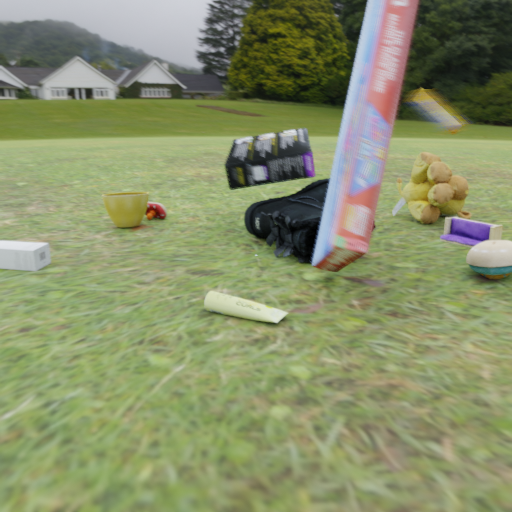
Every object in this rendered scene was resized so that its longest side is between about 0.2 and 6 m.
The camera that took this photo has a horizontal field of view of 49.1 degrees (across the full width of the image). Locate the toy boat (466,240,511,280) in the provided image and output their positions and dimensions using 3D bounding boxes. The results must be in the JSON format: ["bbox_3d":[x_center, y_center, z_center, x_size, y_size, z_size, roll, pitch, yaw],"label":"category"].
[{"bbox_3d":[4.708,0.145,10.192,1.651,0.767,1.388,1,9,32],"label":"toy boat"}]

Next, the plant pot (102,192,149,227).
[{"bbox_3d":[-3.333,-1.185,14.427,1.178,0.836,1.178,-2,11,0],"label":"plant pot"}]

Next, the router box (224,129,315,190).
[{"bbox_3d":[0.364,-2.494,14.093,2.049,0.702,2.748,-8,23,6],"label":"router box"}]

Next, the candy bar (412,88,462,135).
[{"bbox_3d":[3.431,-2.714,10.583,1.102,0.275,0.122,50,37,17],"label":"candy bar"}]

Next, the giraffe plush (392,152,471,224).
[{"bbox_3d":[5.047,-1.637,15.325,1.761,1.874,2.171,5,-22,-19],"label":"giraffe plush"}]

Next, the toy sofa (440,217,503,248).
[{"bbox_3d":[4.851,-0.522,12.715,0.623,0.529,1.276,-9,18,-33],"label":"toy sofa"}]

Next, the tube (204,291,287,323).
[{"bbox_3d":[-0.171,0.795,8.467,1.232,0.320,0.357,12,57,21],"label":"tube"}]

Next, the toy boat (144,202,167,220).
[{"bbox_3d":[-2.835,-1.169,15.373,0.751,0.490,0.491,6,47,23],"label":"toy boat"}]

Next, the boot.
[{"bbox_3d":[1.592,-0.856,12.591,3.373,1.248,2.764,-15,18,-23],"label":"boot"}]

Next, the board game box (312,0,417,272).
[{"bbox_3d":[1.884,-2.650,9.295,0.552,5.675,2.921,12,-7,3],"label":"board game box"}]

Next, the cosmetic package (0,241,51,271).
[{"bbox_3d":[-4.685,-0.013,11.024,1.061,0.450,0.571,3,17,12],"label":"cosmetic package"}]
